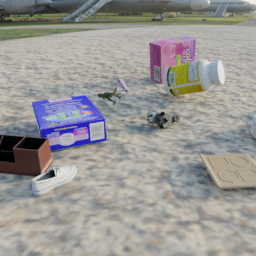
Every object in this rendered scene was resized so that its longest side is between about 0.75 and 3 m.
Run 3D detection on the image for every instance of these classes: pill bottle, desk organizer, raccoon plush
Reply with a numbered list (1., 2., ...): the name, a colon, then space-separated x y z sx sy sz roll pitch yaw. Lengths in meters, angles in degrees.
1. pill bottle: 3.325 -2.539 14.137 2.754 1.548 1.548 -5 20 33
2. desk organizer: -3.683 0.815 8.795 2.403 0.925 0.862 4 27 8
3. raccoon plush: 1.448 -0.316 11.749 1.415 0.684 0.948 14 0 -38

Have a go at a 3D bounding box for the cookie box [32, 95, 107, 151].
1. cookie box: -2.347 -0.298 10.913 2.337 1.027 2.732 -10 28 -20

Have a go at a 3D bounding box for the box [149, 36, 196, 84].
1. box: 2.740 -4.192 17.168 2.611 2.297 1.262 -17 31 -24

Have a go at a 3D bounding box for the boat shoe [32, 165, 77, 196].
1. boat shoe: -2.082 1.390 8.111 0.557 0.506 1.515 17 31 30

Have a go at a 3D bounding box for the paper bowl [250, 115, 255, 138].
1. paper bowl: 5.773 -0.126 10.600 1.987 1.033 1.987 -1 27 1

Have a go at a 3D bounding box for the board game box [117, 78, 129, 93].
1. board game box: -0.260 -2.272 15.030 0.169 0.754 0.507 -35 -16 15

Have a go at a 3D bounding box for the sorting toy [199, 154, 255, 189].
1. sorting toy: 3.233 1.318 8.539 1.805 0.329 1.671 2 26 -6

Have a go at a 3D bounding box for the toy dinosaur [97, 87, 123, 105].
1. toy dinosaur: -0.755 -1.437 12.773 0.803 0.433 1.823 31 -20 -28
